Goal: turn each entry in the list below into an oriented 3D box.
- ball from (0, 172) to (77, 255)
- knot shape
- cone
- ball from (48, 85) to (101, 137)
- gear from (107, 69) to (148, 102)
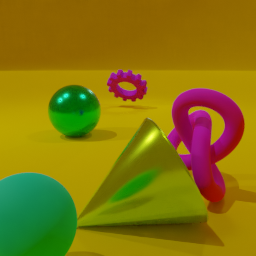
[{"bbox_3d":[-0.721,0.675,1.985,0.712,0.712,0.712,0,13,0],"label":"ball"},{"bbox_3d":[0.909,0.107,3.499,0.638,1.291,1.380,-6,38,-15],"label":"knot shape"},{"bbox_3d":[-0.043,0.720,2.933,1.234,1.230,1.230,-29,17,-4],"label":"cone"},{"bbox_3d":[-1.235,-0.395,6.507,1.212,1.212,1.212,0,13,0],"label":"ball"},{"bbox_3d":[-0.030,-1.617,10.897,1.549,1.549,0.286,4,57,16],"label":"gear"}]
